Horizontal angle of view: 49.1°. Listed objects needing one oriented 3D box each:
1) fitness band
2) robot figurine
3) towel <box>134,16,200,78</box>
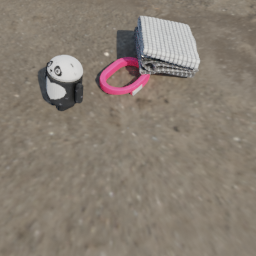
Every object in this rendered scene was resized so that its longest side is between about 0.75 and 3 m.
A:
[{"bbox_3d":[-0.088,-1.780,9.575,1.410,0.367,1.963,29,54,21],"label":"fitness band"},{"bbox_3d":[-1.881,-1.301,8.219,1.250,1.664,1.038,10,41,-7],"label":"robot figurine"},{"bbox_3d":[1.297,-2.788,9.788,2.064,1.067,2.493,8,48,-13],"label":"towel"}]
